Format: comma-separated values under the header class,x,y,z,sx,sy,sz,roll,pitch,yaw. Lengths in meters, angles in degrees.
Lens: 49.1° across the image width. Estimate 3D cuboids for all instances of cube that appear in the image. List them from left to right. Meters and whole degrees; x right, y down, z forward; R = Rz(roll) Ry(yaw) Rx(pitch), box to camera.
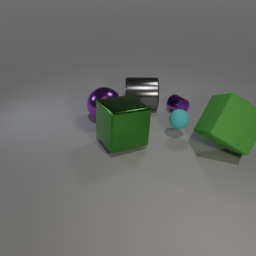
class,x,y,z,sx,sy,sz,roll,pitch,yaw
cube,-0.196,-0.192,9.508,1.400,1.400,1.400,-10,29,-25
cube,3.225,-0.150,8.930,1.400,1.400,1.400,29,0,-9

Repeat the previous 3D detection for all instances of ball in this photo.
class,x,y,z,sx,sy,sz,roll,pitch,yaw
ball,-0.938,-0.938,11.234,1.400,1.400,1.400,0,30,0
ball,1.810,-0.313,9.930,0.700,0.700,0.700,0,30,0

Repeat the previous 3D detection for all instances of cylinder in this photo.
class,x,y,z,sx,sy,sz,roll,pitch,yaw
cylinder,0.589,-1.486,12.134,1.400,1.400,1.400,0,30,0
cylinder,2.140,-1.006,12.002,0.700,0.700,0.700,-16,33,-25
